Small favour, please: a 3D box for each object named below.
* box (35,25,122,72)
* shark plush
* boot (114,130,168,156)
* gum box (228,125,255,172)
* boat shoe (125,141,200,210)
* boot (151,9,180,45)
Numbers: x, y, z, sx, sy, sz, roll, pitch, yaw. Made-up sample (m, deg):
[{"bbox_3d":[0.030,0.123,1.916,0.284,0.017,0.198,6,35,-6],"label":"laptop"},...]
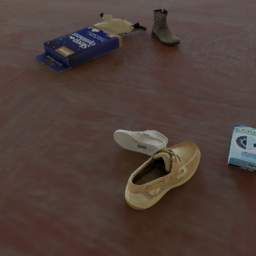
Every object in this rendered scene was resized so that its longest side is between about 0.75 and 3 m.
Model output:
[{"bbox_3d":[-1.867,-3.051,10.511,2.910,0.472,1.763,-33,49,-28],"label":"box"},{"bbox_3d":[-0.392,-4.466,12.205,2.405,1.092,1.002,-17,11,-14],"label":"shark plush"},{"bbox_3d":[0.316,0.258,6.555,1.220,0.449,0.583,22,36,13],"label":"boot"},{"bbox_3d":[2.879,0.480,6.327,1.043,0.274,1.228,14,41,17],"label":"gum box"},{"bbox_3d":[0.783,0.771,5.630,2.104,0.683,0.759,-31,48,-33],"label":"boat shoe"},{"bbox_3d":[1.501,-4.149,11.448,0.615,1.161,1.763,-22,43,-27],"label":"boot"}]
